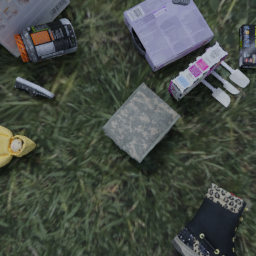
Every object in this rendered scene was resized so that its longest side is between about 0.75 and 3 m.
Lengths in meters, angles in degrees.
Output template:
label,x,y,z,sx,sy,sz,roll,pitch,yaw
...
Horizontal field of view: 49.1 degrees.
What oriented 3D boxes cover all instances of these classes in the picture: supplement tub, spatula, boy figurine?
label,x,y,z,sx,sy,sz,roll,pitch,yaw
supplement tub,-2.682,-2.830,9.171,1.801,1.104,1.104,-21,83,-16
spatula,3.121,-1.811,9.723,1.894,0.152,1.317,43,90,6
boy figurine,-4.293,0.640,9.072,2.481,0.799,1.542,4,80,3

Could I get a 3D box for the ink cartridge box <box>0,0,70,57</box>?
label,x,y,z,sx,sy,sz,roll,pitch,yaw
ink cartridge box,-3.278,-3.880,8.789,0.614,2.419,2.746,40,84,13

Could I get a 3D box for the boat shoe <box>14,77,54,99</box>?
label,x,y,z,sx,sy,sz,roll,pitch,yaw
boat shoe,-3.185,-1.271,9.491,1.445,0.496,0.409,25,89,10

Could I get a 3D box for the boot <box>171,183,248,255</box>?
label,x,y,z,sx,sy,sz,roll,pitch,yaw
boot,3.049,3.236,8.289,3.013,1.087,2.275,32,87,-11

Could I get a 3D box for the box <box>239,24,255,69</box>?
label,x,y,z,sx,sy,sz,roll,pitch,yaw
box,4.509,-2.815,9.730,1.203,0.332,1.502,3,83,0

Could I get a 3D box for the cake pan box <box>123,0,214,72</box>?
label,x,y,z,sx,sy,sz,roll,pitch,yaw
cake pan box,1.332,-3.454,9.673,2.456,0.642,2.262,-30,81,-4

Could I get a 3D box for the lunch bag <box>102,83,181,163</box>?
label,x,y,z,sx,sy,sz,roll,pitch,yaw
lunch bag,0.379,-0.090,8.961,1.650,1.183,2.012,42,80,5

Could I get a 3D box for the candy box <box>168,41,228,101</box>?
label,x,y,z,sx,sy,sz,roll,pitch,yaw
candy box,2.198,-1.783,9.066,1.872,1.277,0.571,-41,83,-1
